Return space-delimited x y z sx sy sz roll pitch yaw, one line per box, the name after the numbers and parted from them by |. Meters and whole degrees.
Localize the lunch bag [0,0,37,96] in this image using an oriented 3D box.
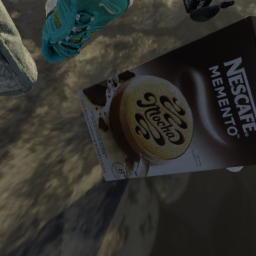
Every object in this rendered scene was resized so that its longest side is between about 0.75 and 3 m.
-3.028 -1.842 5.788 1.920 2.289 1.595 25 62 29 | lunch bag

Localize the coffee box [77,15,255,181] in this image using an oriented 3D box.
0.759 -0.254 4.233 1.165 2.918 1.649 -21 94 -49 | coffee box

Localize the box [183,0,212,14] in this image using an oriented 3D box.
1.846 -4.747 7.090 0.659 2.979 2.386 -15 87 -4 | box

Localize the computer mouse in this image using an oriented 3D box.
1.473 -1.989 4.770 1.281 0.218 0.376 -30 26 -36 | computer mouse

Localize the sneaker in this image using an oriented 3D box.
-0.841 -1.768 4.779 1.129 2.912 1.160 21 82 -25 | sneaker

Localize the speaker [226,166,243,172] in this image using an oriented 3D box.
2.093 0.356 5.066 0.430 1.060 0.430 5 50 -6 | speaker
